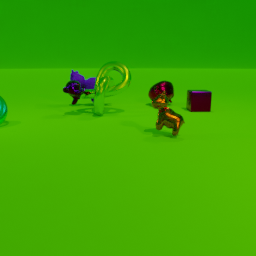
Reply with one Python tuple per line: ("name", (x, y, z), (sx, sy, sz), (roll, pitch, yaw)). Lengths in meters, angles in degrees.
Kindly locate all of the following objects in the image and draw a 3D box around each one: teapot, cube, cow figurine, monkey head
("teapot", (1.454, -1.384, 11.621), (1.110, 0.874, 1.786), (-31, -15, 21))
("cube", (2.608, -1.014, 10.345), (0.738, 0.738, 0.738), (0, 13, -2))
("cow figurine", (-1.478, -1.790, 11.262), (1.619, 1.593, 0.889), (-23, 32, 12))
("cow figurine", (0.961, -0.362, 6.732), (0.932, 0.917, 0.512), (21, -8, 11))
("monkey head", (-1.819, -1.189, 9.256), (0.618, 0.738, 1.025), (32, 21, -1))

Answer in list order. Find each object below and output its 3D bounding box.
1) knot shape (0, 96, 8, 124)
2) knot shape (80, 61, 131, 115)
("knot shape", (-4.413, -0.429, 7.395), (1.998, 0.923, 1.870), (0, 13, 2))
("knot shape", (-0.750, -1.471, 9.692), (1.914, 0.945, 2.045), (-46, 25, -1))
